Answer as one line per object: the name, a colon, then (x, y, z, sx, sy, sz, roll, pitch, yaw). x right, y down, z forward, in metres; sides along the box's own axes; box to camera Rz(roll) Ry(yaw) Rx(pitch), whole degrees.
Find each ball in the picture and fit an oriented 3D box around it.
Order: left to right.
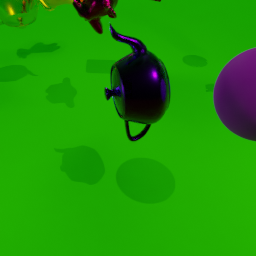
ball: (1.886, -0.465, 3.933, 1.321, 1.321, 1.321, 0, 43, 0)

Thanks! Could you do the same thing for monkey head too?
monkey head: (-0.640, -2.891, 6.571, 1.042, 1.244, 1.729, -21, 55, 15)

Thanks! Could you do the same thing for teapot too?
teapot: (-3.081, -3.353, 7.984, 1.996, 0.977, 1.241, -14, 3, 9)
teapot: (0.085, -0.683, 4.502, 0.955, 1.951, 1.213, -11, 23, -13)

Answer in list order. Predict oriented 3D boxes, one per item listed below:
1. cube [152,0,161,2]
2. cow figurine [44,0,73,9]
cube: (0.559, -4.187, 7.592, 0.943, 0.943, 0.943, 8, 57, -7)
cow figurine: (-2.686, -4.523, 9.442, 1.513, 0.831, 1.489, -5, 11, 10)
